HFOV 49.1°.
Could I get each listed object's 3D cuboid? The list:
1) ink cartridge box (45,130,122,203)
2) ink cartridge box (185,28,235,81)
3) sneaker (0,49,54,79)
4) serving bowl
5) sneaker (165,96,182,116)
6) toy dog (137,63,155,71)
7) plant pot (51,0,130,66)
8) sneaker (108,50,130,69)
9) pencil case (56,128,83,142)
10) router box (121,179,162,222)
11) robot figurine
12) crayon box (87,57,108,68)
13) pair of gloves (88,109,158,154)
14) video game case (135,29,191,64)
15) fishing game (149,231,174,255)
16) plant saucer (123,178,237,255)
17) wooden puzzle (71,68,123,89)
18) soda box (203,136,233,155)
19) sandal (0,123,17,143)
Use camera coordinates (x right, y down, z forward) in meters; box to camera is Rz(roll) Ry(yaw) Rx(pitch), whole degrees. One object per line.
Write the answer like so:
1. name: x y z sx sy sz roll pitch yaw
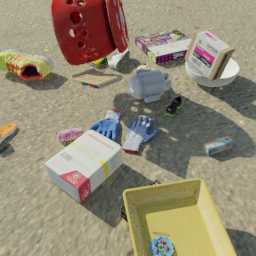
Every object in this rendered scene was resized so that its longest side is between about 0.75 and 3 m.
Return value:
1. ink cartridge box: -1.394 1.184 9.287 1.525 0.876 2.101 28 49 28
2. ink cartridge box: 3.380 -3.110 11.851 0.667 1.463 1.776 -24 57 -27
3. sneaker: -5.277 -3.014 13.742 2.965 1.159 1.339 5 45 5
4. serving bowl: 4.026 -2.725 13.642 2.501 0.823 2.501 1 42 0
5. sneaker: 1.936 -0.950 11.917 0.469 0.512 1.222 20 46 21
6. toy dog: 0.925 -2.732 13.695 1.130 0.813 1.166 -21 44 -32
7. plant pot: -1.431 -4.221 11.515 2.603 2.859 2.859 -10 41 10
8. sneaker: -0.454 -3.747 14.950 0.685 0.601 1.710 19 46 23
9. pencil case: -2.200 0.262 10.669 0.993 0.434 0.434 -13 44 -13
10. router box: 0.978 2.578 8.024 1.514 0.503 1.925 -32 51 -30
11. robot figurine: 0.889 -1.926 12.522 2.025 1.144 1.717 -11 65 -11
12. crayon box: -1.754 -3.677 15.087 0.995 0.290 0.859 30 50 29
13. pair of gloves: -0.167 0.050 10.989 2.605 0.297 2.094 13 44 15
14. video game case: 2.239 -4.759 16.103 2.893 0.518 2.622 -17 45 -18
15. fishing game: 0.834 2.976 6.973 0.604 0.131 0.844 5 47 8
16. plant saucer: 1.207 2.578 7.257 2.358 0.571 2.358 -8 48 -7
17. wooden puzzle: -1.130 -1.769 10.273 1.435 0.332 1.329 22 34 30
18. soda box: 3.313 0.645 10.289 1.067 0.339 0.365 -15 45 -15
19. sandal: -4.965 0.194 10.571 0.672 0.502 1.753 22 44 12
